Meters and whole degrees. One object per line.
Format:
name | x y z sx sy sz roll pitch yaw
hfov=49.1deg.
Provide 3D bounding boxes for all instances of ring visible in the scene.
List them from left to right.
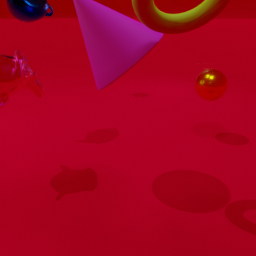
ring | 0.757 -1.830 3.747 1.430 1.430 0.286 -5 64 -11

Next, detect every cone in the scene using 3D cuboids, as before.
cone | -0.442 -1.689 4.750 1.487 1.492 1.487 -38 16 13

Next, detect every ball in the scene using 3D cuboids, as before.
ball | 2.238 -1.151 7.539 0.854 0.854 0.854 0 24 0

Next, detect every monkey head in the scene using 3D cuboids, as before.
monkey head | -2.267 -0.913 5.472 0.931 1.112 1.545 -27 48 3

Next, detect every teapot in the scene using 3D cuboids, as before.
teapot | -2.620 -3.125 7.004 1.674 1.041 0.819 1 -19 -44
